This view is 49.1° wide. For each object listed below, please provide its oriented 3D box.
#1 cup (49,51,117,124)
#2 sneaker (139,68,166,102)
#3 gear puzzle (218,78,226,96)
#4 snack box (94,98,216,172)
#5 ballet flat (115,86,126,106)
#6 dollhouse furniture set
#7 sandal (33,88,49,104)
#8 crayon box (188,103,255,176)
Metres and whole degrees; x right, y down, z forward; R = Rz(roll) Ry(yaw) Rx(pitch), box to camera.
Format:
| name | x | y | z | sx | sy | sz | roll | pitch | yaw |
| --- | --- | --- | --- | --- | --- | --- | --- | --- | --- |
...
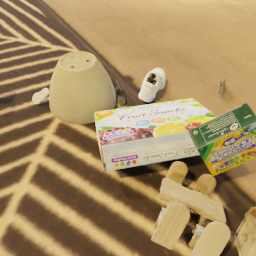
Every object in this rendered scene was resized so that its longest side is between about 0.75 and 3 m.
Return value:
| name | x | y | z | sx | sy | sz | roll | pitch | yaw |
| --- | --- | --- | --- | --- | --- | --- | --- | --- | --- |
| cup | -1.379 | -1.330 | 8.195 | 2.058 | 1.472 | 2.058 | 0 | 45 | 0 |
| sneaker | 0.870 | -1.511 | 8.774 | 0.624 | 0.830 | 1.666 | 22 | 46 | 6 |
| gear puzzle | 2.980 | -1.339 | 8.850 | 0.125 | 0.492 | 0.951 | 11 | 23 | 24 |
| snack box | 0.653 | 0.047 | 6.886 | 2.791 | 0.739 | 1.985 | -9 | 24 | -8 |
| ballet flat | -0.267 | -0.984 | 8.777 | 0.289 | 0.199 | 0.858 | 16 | 43 | -30 |
| dollhouse furniture set | 1.645 | 1.329 | 5.007 | 2.100 | 1.395 | 1.840 | 24 | 17 | 5 |
| sandal | -2.600 | -0.933 | 8.458 | 0.212 | 0.863 | 0.351 | 4 | 74 | -47 |
| crayon box | 1.935 | 0.349 | 5.343 | 1.091 | 1.736 | 0.448 | -27 | 55 | 13 |
